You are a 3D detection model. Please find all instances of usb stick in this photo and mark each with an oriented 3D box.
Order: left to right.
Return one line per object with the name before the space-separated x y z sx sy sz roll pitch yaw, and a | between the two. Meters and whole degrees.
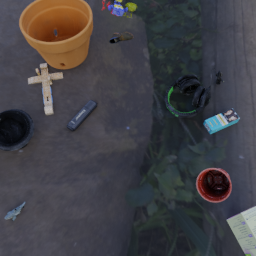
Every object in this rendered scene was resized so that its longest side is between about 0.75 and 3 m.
usb stick | -1.815 -0.508 11.165 0.429 0.252 1.547 33 68 15

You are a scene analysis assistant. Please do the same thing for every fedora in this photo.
fedora | -4.261 0.180 10.485 1.798 0.821 1.798 -1 61 1

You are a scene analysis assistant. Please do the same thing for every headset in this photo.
headset | 2.764 -1.436 11.436 2.649 1.245 1.636 -38 65 -1

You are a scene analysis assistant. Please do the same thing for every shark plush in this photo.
shark plush | -3.753 2.815 9.421 0.774 0.322 0.352 -30 67 -14

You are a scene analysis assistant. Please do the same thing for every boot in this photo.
boot | -0.281 -3.520 11.103 1.039 0.388 0.503 15 57 40

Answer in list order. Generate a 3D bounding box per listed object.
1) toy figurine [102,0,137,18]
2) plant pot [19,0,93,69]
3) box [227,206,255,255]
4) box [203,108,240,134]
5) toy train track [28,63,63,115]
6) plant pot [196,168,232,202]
toy figurine | -0.314 -4.310 10.411 1.332 0.702 0.798 10 50 -19
plant pot | -2.833 -3.882 11.874 2.869 2.008 2.869 0 61 0
box | 3.944 3.305 8.571 0.758 1.380 1.569 -19 65 -10
box | 3.673 -0.266 11.004 1.289 0.317 0.530 -23 65 -11
toy train track | -3.442 -1.747 11.711 1.489 0.422 2.597 -12 64 -6
plant pot | 2.162 1.333 6.891 0.804 0.781 0.804 0 91 25
